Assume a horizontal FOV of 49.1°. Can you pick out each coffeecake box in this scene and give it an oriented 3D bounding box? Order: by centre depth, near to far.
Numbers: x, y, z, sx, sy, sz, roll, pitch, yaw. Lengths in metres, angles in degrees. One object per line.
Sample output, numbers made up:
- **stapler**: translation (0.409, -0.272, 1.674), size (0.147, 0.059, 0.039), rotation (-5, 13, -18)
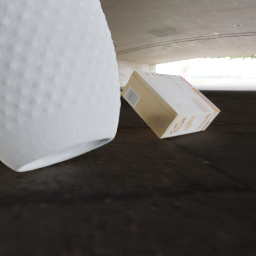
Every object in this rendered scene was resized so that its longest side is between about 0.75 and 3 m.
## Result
- **coffeecake box**: translation (0.981, -0.565, 6.226), size (1.824, 0.666, 1.400), rotation (-7, 48, -47)

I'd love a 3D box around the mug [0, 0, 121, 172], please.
- **mug**: translation (-1.475, -0.673, 3.646), size (2.789, 2.445, 2.059), rotation (-23, -8, 16)
